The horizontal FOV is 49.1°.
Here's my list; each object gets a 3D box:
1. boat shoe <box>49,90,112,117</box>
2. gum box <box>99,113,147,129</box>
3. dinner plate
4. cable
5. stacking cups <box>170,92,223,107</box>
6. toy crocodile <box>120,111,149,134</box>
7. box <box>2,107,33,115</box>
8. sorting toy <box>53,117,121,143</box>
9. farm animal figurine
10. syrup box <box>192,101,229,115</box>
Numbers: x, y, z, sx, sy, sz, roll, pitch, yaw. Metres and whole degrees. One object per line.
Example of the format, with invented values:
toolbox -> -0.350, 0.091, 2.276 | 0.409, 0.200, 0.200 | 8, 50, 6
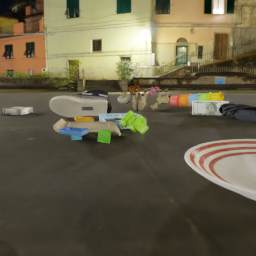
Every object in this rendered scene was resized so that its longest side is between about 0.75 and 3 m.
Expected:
boat shoe -> -1.757, -0.997, 10.676 | 2.277, 0.850, 1.056 | 5, 34, -6
gum box -> -0.196, -0.224, 8.309 | 1.162, 0.305, 1.367 | -2, 9, -13
dinner plate -> 2.038, 0.526, 3.348 | 2.676, 0.324, 2.676 | -1, 8, 0
cable -> 4.336, -0.585, 9.752 | 1.904, 0.593, 2.333 | -6, 10, -33
stacking cups -> 3.720, -1.523, 15.400 | 2.832, 0.857, 0.857 | 3, 9, 35
toy crocodile -> 0.163, -0.117, 6.949 | 0.382, 0.418, 1.238 | 47, -8, -30
box -> -4.660, -0.741, 11.856 | 0.847, 0.258, 1.069 | 1, 9, 9
sorting toy -> -0.917, 0.052, 6.475 | 1.418, 0.343, 2.519 | 3, 9, -6
farm animal figurine -> 0.812, -1.338, 13.635 | 2.065, 1.077, 2.042 | 13, 26, 29
syrup box -> 3.341, -0.820, 11.396 | 1.395, 0.549, 0.568 | 1, 9, 9
